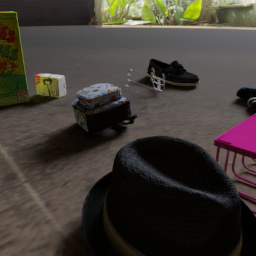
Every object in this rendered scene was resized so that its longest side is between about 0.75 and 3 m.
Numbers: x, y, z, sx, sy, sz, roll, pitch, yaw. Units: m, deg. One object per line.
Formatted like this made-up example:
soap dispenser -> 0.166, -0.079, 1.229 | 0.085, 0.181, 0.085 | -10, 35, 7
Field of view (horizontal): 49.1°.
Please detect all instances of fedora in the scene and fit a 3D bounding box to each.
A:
fedora -> 0.599, 0.970, 4.047 | 2.744, 1.253, 2.744 | -1, 31, 1

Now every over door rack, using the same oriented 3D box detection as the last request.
over door rack -> 0.713, -2.001, 11.170 | 1.549, 0.516, 1.144 | 10, 35, 0

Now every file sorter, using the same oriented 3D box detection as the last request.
file sorter -> 2.585, 0.631, 5.184 | 1.313, 1.185, 1.889 | 21, 31, 40

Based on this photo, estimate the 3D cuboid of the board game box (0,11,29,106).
board game box -> -4.362, -2.274, 9.407 | 1.523, 2.998, 0.714 | -14, 28, -29

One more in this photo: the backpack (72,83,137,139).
backpack -> -0.849, -0.573, 7.936 | 1.635, 1.260, 1.558 | -19, 20, -30

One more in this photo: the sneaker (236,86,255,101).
sneaker -> 4.680, -1.164, 10.052 | 1.524, 0.534, 0.594 | 13, 30, 41

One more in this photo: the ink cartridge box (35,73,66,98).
ink cartridge box -> -2.957, -1.633, 10.712 | 1.065, 0.771, 0.449 | 10, 26, 19

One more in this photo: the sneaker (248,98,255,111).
sneaker -> 4.667, -0.738, 9.217 | 1.229, 0.449, 0.688 | -6, 27, 6

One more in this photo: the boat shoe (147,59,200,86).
boat shoe -> 1.997, -2.602, 12.650 | 1.070, 0.949, 2.863 | -18, 30, -34
